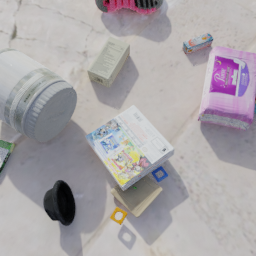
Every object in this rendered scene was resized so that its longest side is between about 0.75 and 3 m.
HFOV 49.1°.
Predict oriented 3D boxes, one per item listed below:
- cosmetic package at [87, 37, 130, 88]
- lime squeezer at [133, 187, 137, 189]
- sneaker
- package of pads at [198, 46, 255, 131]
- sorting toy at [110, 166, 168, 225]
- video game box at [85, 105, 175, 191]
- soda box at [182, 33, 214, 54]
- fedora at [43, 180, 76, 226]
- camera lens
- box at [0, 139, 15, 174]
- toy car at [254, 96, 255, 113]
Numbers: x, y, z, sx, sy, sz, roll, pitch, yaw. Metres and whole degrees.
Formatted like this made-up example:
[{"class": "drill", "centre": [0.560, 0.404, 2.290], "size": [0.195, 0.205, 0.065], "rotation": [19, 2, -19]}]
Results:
[{"class": "cosmetic package", "centre": [-0.728, -2.603, 11.022], "size": [0.966, 0.653, 1.836], "rotation": [26, 69, 11]}, {"class": "lime squeezer", "centre": [0.083, 1.802, 9.309], "size": [0.194, 0.364, 1.029], "rotation": [-23, 34, -6]}, {"class": "sneaker", "centre": [0.078, -5.859, 12.272], "size": [2.960, 1.169, 1.412], "rotation": [4, 56, 0]}, {"class": "package of pads", "centre": [3.689, -1.468, 10.287], "size": [1.773, 1.113, 2.943], "rotation": [13, 68, 6]}, {"class": "sorting toy", "centre": [0.269, 2.077, 9.103], "size": [1.317, 0.319, 2.339], "rotation": [37, 72, 30]}, {"class": "video game box", "centre": [0.033, 0.598, 9.520], "size": [2.121, 0.545, 2.328], "rotation": [-32, 60, -14]}, {"class": "soda box", "centre": [2.861, -3.481, 11.525], "size": [1.223, 0.418, 0.389], "rotation": [-22, 69, -9]}, {"class": "fedora", "centre": [-2.182, 2.356, 8.695], "size": [0.642, 1.406, 1.406], "rotation": [-17, 67, 14]}, {"class": "camera lens", "centre": [-3.501, -1.144, 9.489], "size": [2.895, 2.316, 2.316], "rotation": [32, 71, 13]}, {"class": "box", "centre": [-4.633, 0.979, 9.745], "size": [0.885, 0.223, 1.227], "rotation": [17, 69, 7]}, {"class": "toy car", "centre": [5.379, -1.332, 10.012], "size": [1.348, 1.524, 1.405], "rotation": [16, 68, 7]}]
